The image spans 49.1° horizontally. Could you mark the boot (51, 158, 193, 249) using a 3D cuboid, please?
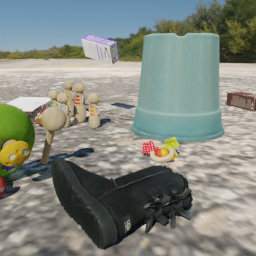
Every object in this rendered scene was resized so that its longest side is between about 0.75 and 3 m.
[{"bbox_3d":[-0.119,0.903,4.325,1.610,0.727,1.965,-13,27,-34],"label":"boot"}]

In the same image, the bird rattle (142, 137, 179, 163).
[{"bbox_3d":[0.744,0.520,6.394,0.858,0.484,0.700,-3,31,2],"label":"bird rattle"}]

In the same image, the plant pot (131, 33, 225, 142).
[{"bbox_3d":[1.566,-1.362,8.640,2.948,2.887,2.948,0,14,0],"label":"plant pot"}]

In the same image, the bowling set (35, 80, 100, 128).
[{"bbox_3d":[-2.162,-0.794,9.371,1.799,1.388,2.585,-11,18,-37],"label":"bowling set"}]

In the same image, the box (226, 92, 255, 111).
[{"bbox_3d":[5.287,-1.208,12.424,0.864,0.647,1.726,-6,14,-21],"label":"box"}]

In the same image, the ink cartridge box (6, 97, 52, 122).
[{"bbox_3d":[-3.647,-0.610,10.146,1.427,0.659,2.618,0,16,1],"label":"ink cartridge box"}]

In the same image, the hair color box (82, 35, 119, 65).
[{"bbox_3d":[-0.957,-2.723,9.691,1.288,0.704,0.417,25,53,30],"label":"hair color box"}]

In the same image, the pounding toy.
[{"bbox_3d":[-2.028,0.504,4.893,2.156,1.664,1.001,-10,43,-44],"label":"pounding toy"}]
